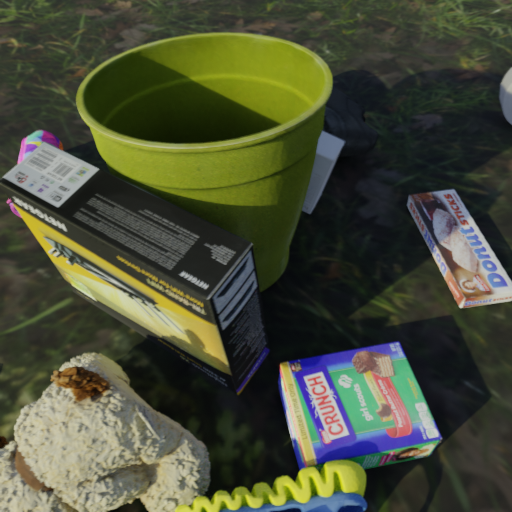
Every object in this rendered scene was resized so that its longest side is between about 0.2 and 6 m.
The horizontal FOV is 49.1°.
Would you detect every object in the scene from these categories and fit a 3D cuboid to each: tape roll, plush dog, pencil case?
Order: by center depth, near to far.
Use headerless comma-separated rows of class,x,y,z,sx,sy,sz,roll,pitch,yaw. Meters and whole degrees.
plush dog,-2.295,2.522,6.630,2.763,2.217,2.373,33,79,27
pencil case,-4.260,-1.577,10.931,0.913,0.913,2.065,-8,45,-7
tape roll,6.258,-3.575,12.261,1.680,1.680,0.555,7,47,6

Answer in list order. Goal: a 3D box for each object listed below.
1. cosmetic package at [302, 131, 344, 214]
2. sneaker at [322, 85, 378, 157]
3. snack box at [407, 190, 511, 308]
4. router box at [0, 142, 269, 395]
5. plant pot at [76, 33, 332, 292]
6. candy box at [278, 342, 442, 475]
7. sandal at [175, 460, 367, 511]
cosmetic package,-0.131,-2.137,10.459,3.254,1.343,0.824,27,44,5
sneaker,1.595,-3.176,12.420,1.465,1.226,3.228,-3,49,-19
snack box,3.608,-0.209,10.068,0.936,0.317,2.604,-7,48,-6
router box,-1.581,0.233,7.915,3.548,2.789,0.927,26,62,23
plant pot,-0.618,-1.187,8.819,3.487,3.358,3.487,-2,43,2
candy box,1.332,2.093,7.679,1.807,0.696,1.528,-10,49,-7
sandal,0.019,3.317,6.285,3.013,1.198,1.312,-13,53,-10
